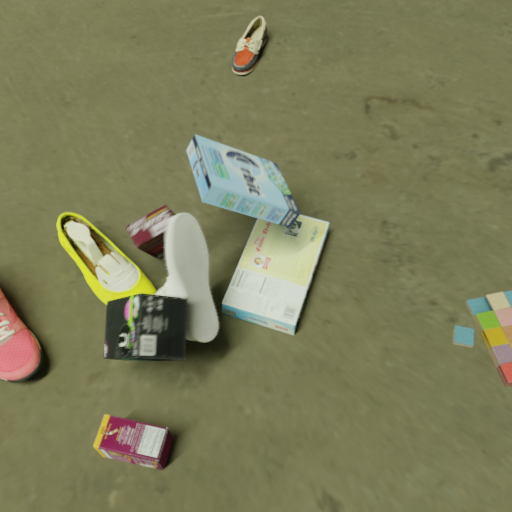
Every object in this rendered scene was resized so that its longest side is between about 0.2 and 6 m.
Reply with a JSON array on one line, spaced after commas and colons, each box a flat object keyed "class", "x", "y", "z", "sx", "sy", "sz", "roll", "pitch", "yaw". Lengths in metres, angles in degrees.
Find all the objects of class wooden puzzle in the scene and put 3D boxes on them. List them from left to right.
[{"class": "wooden puzzle", "x": 5.096, "y": 1.408, "z": 10.364, "sx": 2.948, "sy": 0.207, "sz": 1.748, "roll": -10, "pitch": 57, "yaw": -6}]

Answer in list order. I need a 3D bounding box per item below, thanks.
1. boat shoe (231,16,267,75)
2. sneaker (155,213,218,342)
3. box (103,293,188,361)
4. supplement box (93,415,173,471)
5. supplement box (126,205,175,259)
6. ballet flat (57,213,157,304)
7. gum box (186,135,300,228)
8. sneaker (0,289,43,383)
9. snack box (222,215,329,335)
[{"class": "boat shoe", "x": -0.165, "y": -5.493, "z": 14.645, "sx": 0.662, "sy": 0.582, "sz": 1.861, "roll": 18, "pitch": 60, "yaw": 10}, {"class": "sneaker", "x": -1.395, "y": 0.401, "z": 9.479, "sx": 0.788, "sy": 1.236, "sz": 2.139, "roll": -10, "pitch": 92, "yaw": -44}, {"class": "box", "x": -1.768, "y": 1.159, "z": 8.860, "sx": 0.826, "sy": 1.329, "sz": 0.987, "roll": 10, "pitch": 76, "yaw": -35}, {"class": "supplement box", "x": -1.963, "y": 3.009, "z": 9.029, "sx": 1.075, "sy": 0.704, "sz": 0.555, "roll": 11, "pitch": 57, "yaw": 6}, {"class": "supplement box", "x": -1.810, "y": -0.424, "z": 10.612, "sx": 0.840, "sy": 1.544, "sz": 0.470, "roll": -29, "pitch": 82, "yaw": -2}, {"class": "ballet flat", "x": -2.956, "y": 0.120, "z": 10.771, "sx": 0.936, "sy": 0.939, "sz": 2.803, "roll": -39, "pitch": 65, "yaw": -22}, {"class": "gum box", "x": -0.239, "y": -1.309, "z": 9.864, "sx": 1.791, "sy": 0.399, "sz": 1.521, "roll": 13, "pitch": 37, "yaw": -31}, {"class": "sneaker", "x": -4.848, "y": 1.110, "z": 9.967, "sx": 1.024, "sy": 1.205, "sz": 2.777, "roll": -36, "pitch": 64, "yaw": -21}, {"class": "snack box", "x": 0.423, "y": 0.206, "z": 10.995, "sx": 1.441, "sy": 0.460, "sz": 2.481, "roll": 16, "pitch": 58, "yaw": 10}]
